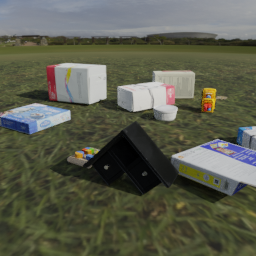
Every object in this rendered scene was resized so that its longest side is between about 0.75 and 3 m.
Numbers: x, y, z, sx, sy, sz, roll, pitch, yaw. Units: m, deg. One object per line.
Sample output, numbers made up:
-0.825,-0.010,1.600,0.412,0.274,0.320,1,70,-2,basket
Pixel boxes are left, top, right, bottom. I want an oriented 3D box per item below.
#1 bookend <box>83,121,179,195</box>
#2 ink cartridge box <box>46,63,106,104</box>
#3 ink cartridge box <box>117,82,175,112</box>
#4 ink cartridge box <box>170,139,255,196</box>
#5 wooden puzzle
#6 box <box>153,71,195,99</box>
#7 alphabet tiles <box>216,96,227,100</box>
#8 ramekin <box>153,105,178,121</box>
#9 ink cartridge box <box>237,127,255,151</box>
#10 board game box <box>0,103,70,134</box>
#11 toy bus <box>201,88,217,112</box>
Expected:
0.038,1.070,7.385,1.776,1.764,0.818,-40,-3,32,bookend
-2.860,-2.594,16.040,2.774,2.006,2.015,8,19,24,ink cartridge box
0.936,-1.725,14.966,2.553,1.057,1.870,-11,21,-25,ink cartridge box
2.976,1.096,7.836,2.558,0.608,2.589,-11,23,-43,ink cartridge box
-1.252,0.889,9.049,1.007,0.252,1.087,13,24,30,wooden puzzle
2.695,-2.625,16.911,2.388,1.527,1.301,0,20,-1,box
5.614,-1.831,16.927,0.649,0.025,0.780,15,24,34,alphabet tiles
1.725,-0.699,13.041,1.134,0.528,1.134,0,20,0,ramekin
4.641,0.473,9.645,1.064,0.620,1.472,-3,20,-9,ink cartridge box
-4.222,-0.487,12.471,2.334,0.506,2.322,12,22,30,board game box
3.994,-1.308,13.986,0.757,1.116,1.071,7,29,20,toy bus
